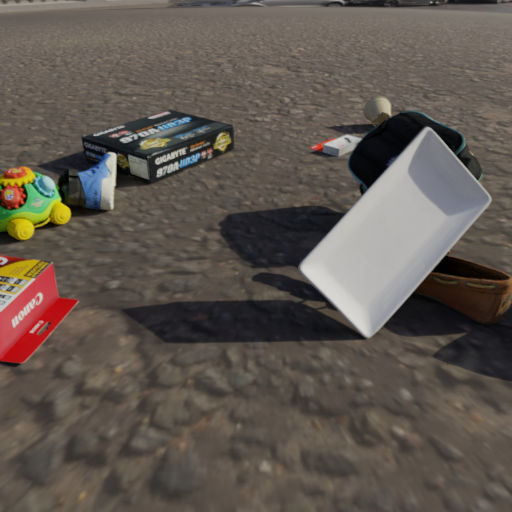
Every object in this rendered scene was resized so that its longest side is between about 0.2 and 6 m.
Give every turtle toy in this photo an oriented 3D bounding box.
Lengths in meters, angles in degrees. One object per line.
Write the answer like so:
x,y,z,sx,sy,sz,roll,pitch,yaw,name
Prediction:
-4.904,-1.087,11.098,1.625,1.127,2.230,22,37,33,turtle toy

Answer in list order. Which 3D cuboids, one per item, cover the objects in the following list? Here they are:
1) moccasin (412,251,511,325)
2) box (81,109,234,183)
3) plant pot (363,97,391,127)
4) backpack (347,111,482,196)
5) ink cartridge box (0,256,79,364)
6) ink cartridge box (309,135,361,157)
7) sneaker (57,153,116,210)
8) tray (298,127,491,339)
2.785,0.148,9.065,0.975,1.029,2.665,-24,38,-32,moccasin
-2.489,-2.964,14.721,2.516,0.728,3.165,22,36,32,box
3.721,-4.235,16.849,0.838,0.838,0.767,-1,41,-2,plant pot
3.002,-1.664,10.997,2.053,1.790,2.336,-41,42,9,backpack
-3.737,0.744,8.361,1.495,0.714,1.703,6,30,9,ink cartridge box
2.199,-3.102,15.466,0.991,0.249,1.141,26,39,35,ink cartridge box
-3.773,-1.731,12.497,1.214,0.838,2.182,2,36,-13,sneaker
2.072,-0.352,8.393,2.949,1.583,0.327,-47,12,-8,tray
